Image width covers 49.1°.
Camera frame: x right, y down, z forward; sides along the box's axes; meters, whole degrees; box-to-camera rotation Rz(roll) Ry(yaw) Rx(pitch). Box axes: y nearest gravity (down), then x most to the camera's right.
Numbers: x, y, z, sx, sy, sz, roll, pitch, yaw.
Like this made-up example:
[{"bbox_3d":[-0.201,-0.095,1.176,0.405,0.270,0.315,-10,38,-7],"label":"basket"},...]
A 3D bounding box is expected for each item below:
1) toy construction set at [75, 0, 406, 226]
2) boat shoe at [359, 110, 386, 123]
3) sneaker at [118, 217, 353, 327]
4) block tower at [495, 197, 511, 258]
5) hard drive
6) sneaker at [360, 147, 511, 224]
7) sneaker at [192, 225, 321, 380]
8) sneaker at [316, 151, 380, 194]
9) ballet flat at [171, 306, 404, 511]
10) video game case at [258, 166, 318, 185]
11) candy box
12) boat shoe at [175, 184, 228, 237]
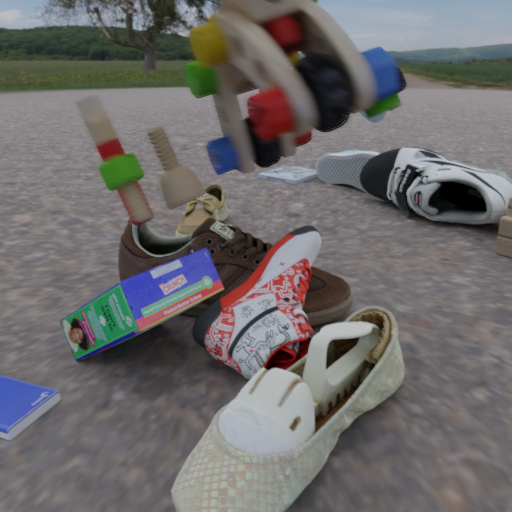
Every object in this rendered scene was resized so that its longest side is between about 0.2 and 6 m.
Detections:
[{"bbox_3d":[-0.398,-1.905,5.170,3.064,2.354,2.555,-24,6,13],"label":"toy construction set"},{"bbox_3d":[1.996,-3.286,10.724,0.566,1.533,0.654,-31,21,26],"label":"boat shoe"},{"bbox_3d":[-0.315,0.136,6.690,2.939,1.110,1.035,4,21,11],"label":"sneaker"},{"bbox_3d":[5.260,-0.717,9.283,3.357,0.907,0.970,-18,28,-39],"label":"block tower"},{"bbox_3d":[-2.332,1.301,4.981,0.938,0.119,0.619,8,22,21],"label":"hard drive"},{"bbox_3d":[3.154,-1.307,10.431,3.242,1.201,1.435,17,24,40],"label":"sneaker"},{"bbox_3d":[0.329,0.497,5.717,0.991,0.617,1.849,32,58,30],"label":"sneaker"},{"bbox_3d":[2.564,-2.009,12.703,1.043,0.941,2.545,-20,29,-33],"label":"sneaker"},{"bbox_3d":[0.331,1.107,4.453,0.921,0.852,2.732,13,24,35],"label":"ballet flat"},{"bbox_3d":[0.855,-2.008,13.843,1.132,0.137,1.241,15,25,35],"label":"video game case"},{"bbox_3d":[-1.163,0.503,5.679,1.132,0.516,1.339,-23,-5,-46],"label":"candy box"},{"bbox_3d":[-0.952,-0.785,9.801,0.739,0.663,1.997,2,21,6],"label":"boat shoe"}]
